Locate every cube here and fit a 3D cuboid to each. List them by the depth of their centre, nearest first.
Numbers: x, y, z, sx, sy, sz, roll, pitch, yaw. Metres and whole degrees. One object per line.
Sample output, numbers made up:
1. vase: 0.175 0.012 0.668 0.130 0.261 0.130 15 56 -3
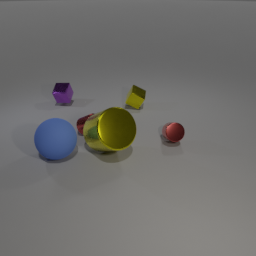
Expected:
1. cube: 0.362 -1.451 13.103 0.700 0.700 0.700 24 42 -13
2. cube: -3.100 -1.675 13.379 0.700 0.700 0.700 1 55 11

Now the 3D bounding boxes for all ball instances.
1. ball: -2.426 0.362 9.427 1.400 1.400 1.400 0 28 0

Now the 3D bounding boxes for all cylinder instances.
1. cylinder: -0.637 0.085 9.451 1.400 1.400 1.400 -17 2 -28
2. cylinder: 1.662 0.140 10.336 0.700 0.700 0.700 -3 2 -5
3. cylinder: -1.520 -0.146 10.883 0.700 0.700 0.700 -18 14 37
